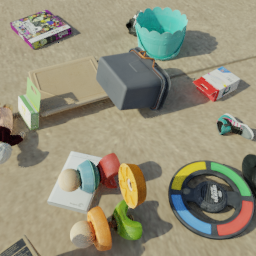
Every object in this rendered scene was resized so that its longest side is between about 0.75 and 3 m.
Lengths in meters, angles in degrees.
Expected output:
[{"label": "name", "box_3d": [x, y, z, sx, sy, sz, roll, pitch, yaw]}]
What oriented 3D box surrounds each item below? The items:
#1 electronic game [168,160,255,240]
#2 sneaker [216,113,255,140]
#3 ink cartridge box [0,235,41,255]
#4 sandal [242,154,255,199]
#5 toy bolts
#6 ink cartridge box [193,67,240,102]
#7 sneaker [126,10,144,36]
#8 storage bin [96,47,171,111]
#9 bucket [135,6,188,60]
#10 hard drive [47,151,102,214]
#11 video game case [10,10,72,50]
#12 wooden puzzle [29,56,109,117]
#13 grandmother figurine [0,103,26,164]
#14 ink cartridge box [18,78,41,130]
[{"label": "electronic game", "box_3d": [2.270, 1.886, 7.704, 2.322, 0.483, 2.322, 0, 49, 0]}, {"label": "sneaker", "box_3d": [3.408, 0.043, 9.205, 0.781, 0.541, 1.293, -24, 46, -25]}, {"label": "ink cartridge box", "box_3d": [-2.403, 3.186, 5.775, 1.458, 1.770, 0.665, -32, 57, -26]}, {"label": "sandal", "box_3d": [3.937, 1.728, 7.746, 0.970, 0.618, 2.582, -2, 50, -2]}, {"label": "toy bolts", "box_3d": [-0.776, 1.575, 6.953, 1.632, 2.248, 2.353, -9, 42, -23]}, {"label": "ink cartridge box", "box_3d": [3.293, -1.620, 10.616, 1.618, 0.544, 0.940, -27, 55, -21]}, {"label": "sneaker", "box_3d": [0.328, -5.093, 13.481, 0.878, 0.645, 1.941, 2, 52, -2]}, {"label": "storage bin", "box_3d": [0.064, -1.724, 9.677, 1.629, 1.765, 2.426, -13, 49, -31]}, {"label": "bucket", "box_3d": [1.399, -4.050, 12.089, 2.211, 1.439, 2.211, 0, 50, 0]}, {"label": "hard drive", "box_3d": [-1.446, 1.528, 8.172, 1.152, 0.233, 1.746, 11, 51, 9]}, {"label": "video game case", "box_3d": [-4.162, -4.745, 13.344, 2.066, 0.408, 2.280, -32, 57, -24]}, {"label": "wooden puzzle", "box_3d": [-2.196, -1.642, 10.712, 2.723, 0.548, 2.943, -18, 48, -14]}, {"label": "grandmother figurine", "box_3d": [-4.009, 0.140, 8.876, 1.495, 0.747, 2.465, 9, 37, -28]}, {"label": "ink cartridge box", "box_3d": [-3.301, -0.805, 9.330, 0.348, 1.452, 1.057, -19, 52, -35]}]
